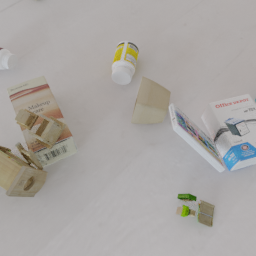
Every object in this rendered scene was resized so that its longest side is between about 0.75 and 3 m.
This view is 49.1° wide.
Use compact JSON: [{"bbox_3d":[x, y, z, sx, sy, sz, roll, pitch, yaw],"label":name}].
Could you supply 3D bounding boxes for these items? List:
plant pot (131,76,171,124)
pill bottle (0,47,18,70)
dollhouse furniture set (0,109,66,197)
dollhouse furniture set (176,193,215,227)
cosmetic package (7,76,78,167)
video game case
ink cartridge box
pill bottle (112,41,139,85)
[{"bbox_3d":[0.785,-0.812,9.309,1.052,1.189,1.187,13,59,0],"label":"plant pot"},{"bbox_3d":[-4.958,-2.684,10.603,1.394,0.787,0.787,18,61,11],"label":"pill bottle"},{"bbox_3d":[-3.387,0.334,8.130,2.602,1.447,2.301,28,82,16],"label":"dollhouse furniture set"},{"bbox_3d":[1.889,2.328,7.908,1.003,0.504,0.657,26,65,-18],"label":"dollhouse furniture set"},{"bbox_3d":[-2.734,-0.240,8.918,1.353,1.142,2.618,-25,62,-14],"label":"cosmetic package"},{"bbox_3d":[1.939,0.224,8.114,1.887,0.223,1.717,41,21,-14],"label":"video game case"},{"bbox_3d":[3.522,0.106,8.847,1.537,0.901,2.099,-14,62,-11],"label":"ink cartridge box"},{"bbox_3d":[-0.122,-2.418,10.404,0.872,0.872,1.525,8,59,5],"label":"pill bottle"}]
